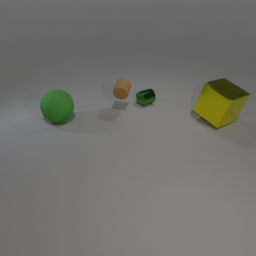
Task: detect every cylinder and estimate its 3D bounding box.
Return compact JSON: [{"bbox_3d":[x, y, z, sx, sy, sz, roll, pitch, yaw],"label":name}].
[{"bbox_3d":[0.855,-1.482,13.441,0.700,0.700,0.700,-20,36,-30],"label":"cylinder"},{"bbox_3d":[-0.260,-1.741,12.441,0.700,0.700,0.700,7,49,12],"label":"cylinder"}]

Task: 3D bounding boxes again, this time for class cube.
[{"bbox_3d":[3.880,-1.078,11.711,1.400,1.400,1.400,-17,48,-36],"label":"cube"}]

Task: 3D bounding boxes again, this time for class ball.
[{"bbox_3d":[-2.985,-0.930,11.832,1.400,1.400,1.400,0,31,0],"label":"ball"}]
